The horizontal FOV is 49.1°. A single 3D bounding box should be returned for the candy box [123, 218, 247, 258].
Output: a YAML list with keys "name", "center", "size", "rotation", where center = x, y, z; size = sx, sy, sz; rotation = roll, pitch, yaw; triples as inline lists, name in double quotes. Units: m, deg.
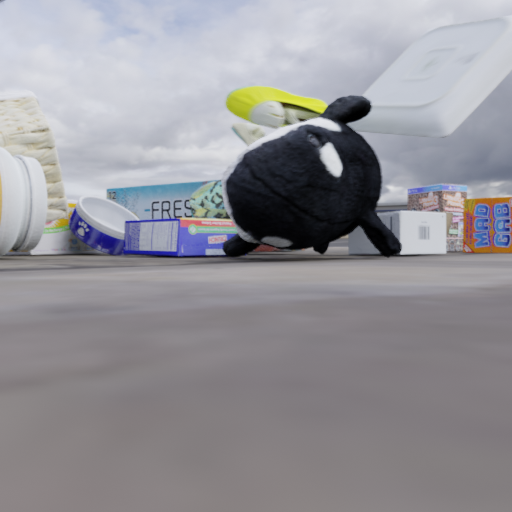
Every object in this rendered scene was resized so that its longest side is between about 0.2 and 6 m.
- name: "candy box"
  center: [-1.037, -0.255, 8.137]
  size: [1.222, 0.557, 1.446]
  rotation: [1, 1, -44]

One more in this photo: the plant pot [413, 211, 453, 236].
- name: "plant pot"
  center: [3.766, -0.537, 12.828]
  size: [1.376, 0.924, 1.376]
  rotation: [2, 2, 0]

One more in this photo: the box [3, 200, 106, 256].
- name: "box"
  center: [-3.578, -0.492, 9.895]
  size: [1.057, 0.952, 1.879]
  rotation: [-1, 1, 29]

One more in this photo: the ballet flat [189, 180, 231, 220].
- name: "ballet flat"
  center: [0.238, -1.038, 9.411]
  size: [2.813, 1.044, 1.044]
  rotation: [-7, 5, -37]

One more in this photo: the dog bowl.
- name: "dog bowl"
  center: [-2.527, -0.513, 9.463]
  size: [1.176, 0.463, 1.176]
  rotation: [29, 17, -10]

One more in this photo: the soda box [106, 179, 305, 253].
- name: "soda box"
  center: [-1.149, -0.785, 11.690]
  size: [4.279, 1.463, 1.360]
  rotation: [1, 1, 30]

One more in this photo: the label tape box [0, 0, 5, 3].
- name: "label tape box"
  center: [-3.076, -3.368, 6.050]
  size: [0.345, 0.786, 1.090]
  rotation: [-21, -48, 11]

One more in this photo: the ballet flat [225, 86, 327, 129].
- name: "ballet flat"
  center: [0.444, -2.341, 9.167]
  size: [1.913, 0.641, 0.639]
  rotation: [0, -38, -29]

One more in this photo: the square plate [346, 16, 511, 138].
- name: "square plate"
  center: [3.083, -3.168, 9.603]
  size: [0.403, 2.831, 2.804]
  rotation: [48, -9, -28]

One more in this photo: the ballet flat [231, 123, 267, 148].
- name: "ballet flat"
  center: [0.019, -2.702, 13.248]
  size: [0.694, 0.694, 1.998]
  rotation: [-1, 42, -29]

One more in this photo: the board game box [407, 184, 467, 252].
- name: "board game box"
  center: [4.784, -0.973, 14.888]
  size: [0.844, 1.743, 1.389]
  rotation: [0, 1, -24]

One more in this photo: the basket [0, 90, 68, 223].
- name: "basket"
  center: [-3.951, -1.184, 7.749]
  size: [2.389, 1.619, 1.474]
  rotation: [-19, 38, -27]

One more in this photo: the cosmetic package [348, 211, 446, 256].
- name: "cosmetic package"
  center: [2.285, -0.344, 9.133]
  size: [1.124, 0.693, 1.128]
  rotation: [-1, 1, -35]

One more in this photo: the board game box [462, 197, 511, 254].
- name: "board game box"
  center: [5.394, -0.665, 12.497]
  size: [1.206, 1.207, 1.206]
  rotation: [1, 1, 36]

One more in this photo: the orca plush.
- name: "orca plush"
  center: [0.987, -0.365, 7.242]
  size: [2.472, 1.670, 4.699]
  rotation: [-44, -10, -2]

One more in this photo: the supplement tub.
- name: "supplement tub"
  center: [-3.531, -0.634, 6.365]
  size: [1.900, 1.375, 1.375]
  rotation: [-1, 2, -41]
